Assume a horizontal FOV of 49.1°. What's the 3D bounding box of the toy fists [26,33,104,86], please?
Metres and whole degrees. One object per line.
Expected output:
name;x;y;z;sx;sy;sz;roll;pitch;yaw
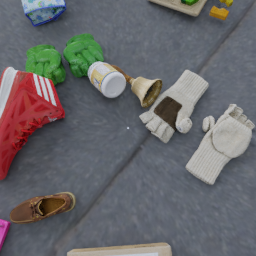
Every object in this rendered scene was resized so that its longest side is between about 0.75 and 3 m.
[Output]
toy fists;-1.817;-1.922;8.019;2.247;0.773;1.145;-17;74;-7

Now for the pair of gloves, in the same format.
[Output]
pair of gloves;1.945;-0.131;7.602;2.717;0.476;2.310;43;77;11

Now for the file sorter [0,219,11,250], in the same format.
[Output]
file sorter;-4.143;3.067;5.941;1.794;1.619;2.582;15;74;7

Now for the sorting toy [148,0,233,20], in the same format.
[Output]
sorting toy;2.123;-4.366;8.828;2.560;0.343;1.907;27;74;17

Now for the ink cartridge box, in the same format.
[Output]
ink cartridge box;-0.139;3.645;6.191;2.329;0.875;1.919;-4;71;-2

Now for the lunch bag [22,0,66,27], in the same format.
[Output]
lunch bag;-2.575;-3.878;8.632;1.217;0.775;1.035;-21;73;4

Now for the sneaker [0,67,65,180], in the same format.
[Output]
sneaker;-2.579;-0.016;7.235;1.697;1.151;2.938;10;88;-10

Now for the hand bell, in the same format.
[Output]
hand bell;0.034;-1.390;7.953;1.726;0.898;0.898;36;76;22

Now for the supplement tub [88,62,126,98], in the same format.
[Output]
supplement tub;-0.605;-1.351;7.700;0.727;0.727;1.005;-37;48;-11

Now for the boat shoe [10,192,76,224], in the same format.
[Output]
boat shoe;-2.144;1.938;6.844;1.678;0.567;0.604;-16;76;3
